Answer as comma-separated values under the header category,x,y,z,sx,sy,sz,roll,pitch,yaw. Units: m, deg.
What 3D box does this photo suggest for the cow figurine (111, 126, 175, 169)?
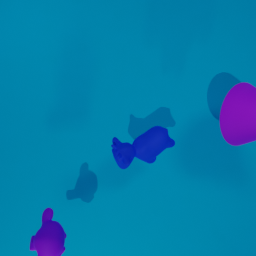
category,x,y,z,sx,sy,sz,roll,pitch,yaw
cow figurine,0.329,0.422,6.604,1.403,1.380,0.770,-39,62,16

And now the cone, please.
category,x,y,z,sx,sy,sz,roll,pitch,yaw
cone,3.021,-0.191,5.901,1.484,1.490,1.484,-7,103,-32

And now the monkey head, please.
category,x,y,z,sx,sy,sz,roll,pitch,yaw
monkey head,-1.805,2.437,6.035,0.935,0.784,1.300,-6,61,10
